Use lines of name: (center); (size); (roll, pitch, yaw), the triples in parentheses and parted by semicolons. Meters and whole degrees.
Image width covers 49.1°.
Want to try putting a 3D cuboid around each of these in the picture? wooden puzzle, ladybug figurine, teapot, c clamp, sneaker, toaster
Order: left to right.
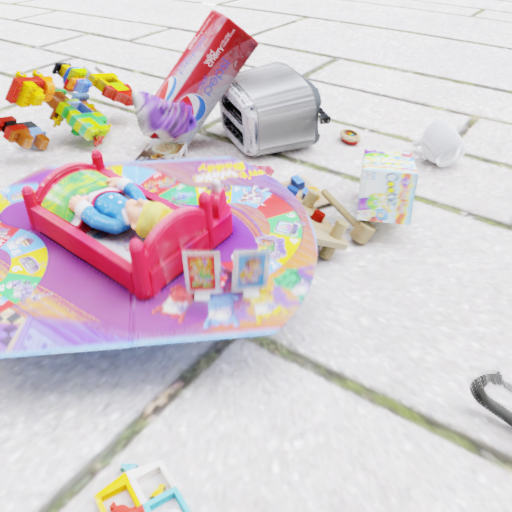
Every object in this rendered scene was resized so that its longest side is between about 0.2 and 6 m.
sneaker: (-1.966, -3.152, 12.258); (1.005, 0.971, 2.408); (-14, 2, 13)
toaster: (0.310, -3.678, 14.276); (2.005, 1.764, 3.104); (-17, 42, -16)
wooden puzzle: (0.830, -1.389, 12.348); (1.389, 0.322, 1.287); (-15, 38, -19)
ladybug figurine: (2.471, -3.104, 14.702); (0.485, 0.257, 0.714); (-15, 39, -19)
teapot: (4.418, -2.640, 13.565); (0.880, 1.205, 1.190); (-38, 79, 8)
c clamp: (3.451, 1.912, 7.201); (1.354, 1.156, 0.183); (31, 58, 27)

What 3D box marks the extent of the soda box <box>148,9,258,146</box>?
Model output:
soda box: (-1.475, -4.252, 13.807); (1.066, 3.362, 1.177); (26, 18, -37)

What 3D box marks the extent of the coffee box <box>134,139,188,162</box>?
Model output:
coffee box: (-2.245, -2.107, 13.054); (0.886, 0.617, 1.548); (7, 37, 11)

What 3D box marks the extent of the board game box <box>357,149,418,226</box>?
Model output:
board game box: (2.636, -1.453, 11.420); (1.032, 1.051, 2.004); (7, 22, 9)

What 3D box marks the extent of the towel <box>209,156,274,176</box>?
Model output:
towel: (-0.575, -1.720, 12.617); (1.668, 0.188, 1.206); (13, 54, 21)

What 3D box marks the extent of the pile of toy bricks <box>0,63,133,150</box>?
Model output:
pile of toy bricks: (-4.584, -3.554, 14.332); (1.926, 2.164, 3.901); (38, 27, 3)

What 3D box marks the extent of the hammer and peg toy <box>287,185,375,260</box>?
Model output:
hammer and peg toy: (1.002, -0.683, 10.848); (2.378, 0.839, 1.749); (9, 29, -33)

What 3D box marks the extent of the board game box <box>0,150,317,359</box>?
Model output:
board game box: (-1.881, -0.683, 8.576); (5.696, 1.109, 4.501); (-4, 42, -7)

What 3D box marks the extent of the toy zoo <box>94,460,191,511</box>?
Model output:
toy zoo: (-1.316, 3.008, 6.605); (0.906, 0.141, 1.382); (-22, 42, -26)
